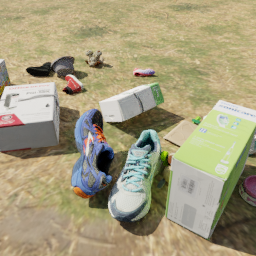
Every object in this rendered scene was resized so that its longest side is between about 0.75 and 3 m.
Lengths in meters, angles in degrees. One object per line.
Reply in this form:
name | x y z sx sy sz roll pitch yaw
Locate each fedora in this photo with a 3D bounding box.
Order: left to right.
fedora | -3.075 -2.927 13.627 1.291 1.142 0.583 -14 67 -40

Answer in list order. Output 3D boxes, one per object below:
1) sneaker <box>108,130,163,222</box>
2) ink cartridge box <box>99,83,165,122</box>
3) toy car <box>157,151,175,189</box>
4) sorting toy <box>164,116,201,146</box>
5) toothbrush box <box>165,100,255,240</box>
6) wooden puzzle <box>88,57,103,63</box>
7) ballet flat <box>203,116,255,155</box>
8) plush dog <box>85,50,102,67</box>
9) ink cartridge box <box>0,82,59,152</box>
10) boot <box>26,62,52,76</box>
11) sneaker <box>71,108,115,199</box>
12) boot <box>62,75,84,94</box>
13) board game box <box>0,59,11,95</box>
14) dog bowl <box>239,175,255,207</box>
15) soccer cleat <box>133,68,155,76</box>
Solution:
sneaker | 0.203 1.147 7.699 1.163 1.293 2.996 8 37 15
ink cartridge box | 0.122 -0.958 10.508 1.975 0.833 1.443 -26 14 -31
toy car | 1.306 1.336 8.130 0.895 0.860 1.090 13 67 25
sorting toy | 2.325 0.166 9.888 1.373 0.273 1.858 24 46 37
toothbrush box | 2.245 0.946 7.265 1.266 2.141 2.941 23 43 28
wooden puzzle | -1.754 -3.701 15.247 0.781 0.145 0.723 3 37 -5
ballet flat | 3.580 -0.040 9.750 0.832 0.832 2.397 -16 39 -20
plush dog | -1.788 -3.575 14.694 0.950 0.762 0.816 9 66 22
ink cartridge box | -3.534 -0.505 10.072 1.968 1.111 2.682 -7 38 -8
boot | -4.383 -2.976 13.966 1.187 0.447 0.887 8 43 -7
sneaker | -0.862 0.607 8.037 1.081 1.038 2.755 -20 56 26
boot | -2.708 -1.961 12.652 0.889 0.446 1.232 -27 48 -30
board game box | -5.724 -2.059 12.115 0.307 1.206 1.794 3 37 4
dog bowl | 3.600 1.714 7.733 0.971 0.358 0.971 0 36 0
soccer cleat | 0.784 -2.697 13.767 1.068 0.356 0.408 8 61 5
